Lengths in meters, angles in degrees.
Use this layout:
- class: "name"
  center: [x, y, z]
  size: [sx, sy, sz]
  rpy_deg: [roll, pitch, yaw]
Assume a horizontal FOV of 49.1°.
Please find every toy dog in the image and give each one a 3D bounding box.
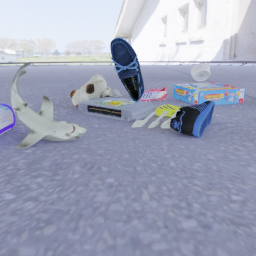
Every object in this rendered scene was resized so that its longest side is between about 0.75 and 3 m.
- class: "toy dog"
  center: [-1.668, -1.490, 12.318]
  size: [1.675, 1.169, 1.624]
  rpy_deg: [-36, 3, -8]

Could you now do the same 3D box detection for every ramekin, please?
- class: "ramekin"
  center: [5.602, -4.203, 21.460]
  size: [1.491, 1.491, 0.694]
  rpy_deg: [-2, 54, -6]

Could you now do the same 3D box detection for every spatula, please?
- class: "spatula"
  center: [1.066, -0.345, 9.829]
  size: [1.377, 0.159, 1.980]
  rpy_deg: [-3, 19, 26]

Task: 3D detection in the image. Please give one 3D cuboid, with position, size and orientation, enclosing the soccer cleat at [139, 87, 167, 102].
- class: "soccer cleat"
  center: [1.151, -1.701, 14.039]
  size: [1.748, 0.668, 0.583]
  rpy_deg: [-6, 17, -21]

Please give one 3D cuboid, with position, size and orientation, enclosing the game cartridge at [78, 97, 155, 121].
- class: "game cartridge"
  center: [-0.421, -0.832, 11.400]
  size: [2.763, 0.559, 1.842]
  rpy_deg: [11, 16, 33]

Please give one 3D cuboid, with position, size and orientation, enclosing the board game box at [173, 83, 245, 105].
- class: "board game box"
  center: [3.982, -1.745, 14.077]
  size: [2.560, 0.715, 2.507]
  rpy_deg: [-5, 17, -18]

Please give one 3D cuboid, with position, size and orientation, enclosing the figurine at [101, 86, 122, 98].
- class: "figurine"
  center: [-1.237, -1.860, 14.905]
  size: [1.480, 0.653, 1.517]
  rpy_deg: [21, 25, 33]

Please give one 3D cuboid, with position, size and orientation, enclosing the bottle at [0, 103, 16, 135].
- class: "bottle"
  center: [-4.254, -0.042, 7.900]
  size: [1.145, 0.895, 2.740]
  rpy_deg: [3, 16, 4]

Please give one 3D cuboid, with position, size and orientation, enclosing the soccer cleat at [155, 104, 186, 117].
- class: "soccer cleat"
  center: [1.691, -0.606, 10.710]
  size: [1.396, 0.451, 0.584]
  rpy_deg: [1, 34, 16]

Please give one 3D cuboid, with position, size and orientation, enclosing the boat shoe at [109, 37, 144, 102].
- class: "boat shoe"
  center: [0.082, -1.880, 9.247]
  size: [0.946, 2.249, 0.772]
  rpy_deg: [-18, 37, 21]

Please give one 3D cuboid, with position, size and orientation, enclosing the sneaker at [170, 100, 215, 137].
- class: "sneaker"
  center: [2.205, -0.443, 9.291]
  size: [1.000, 0.900, 2.568]
  rpy_deg: [15, 22, 22]

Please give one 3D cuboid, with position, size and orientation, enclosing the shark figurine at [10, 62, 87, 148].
- class: "shark figurine"
  center: [-2.858, -0.423, 8.367]
  size: [1.820, 3.046, 1.271]
  rpy_deg: [-37, -11, -19]
